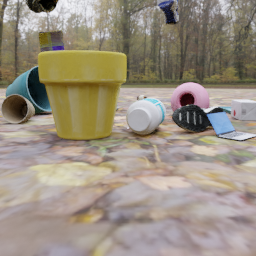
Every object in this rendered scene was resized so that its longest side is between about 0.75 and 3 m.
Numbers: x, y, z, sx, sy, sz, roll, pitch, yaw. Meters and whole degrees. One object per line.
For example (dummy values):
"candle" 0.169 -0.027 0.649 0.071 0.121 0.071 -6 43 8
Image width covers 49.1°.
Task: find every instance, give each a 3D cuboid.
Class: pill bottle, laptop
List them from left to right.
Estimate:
"pill bottle" 0.478 -0.330 7.570 0.893 0.893 1.613 3 10 16
"laptop" 2.627 -0.065 7.058 0.898 0.556 0.959 -9 13 -40

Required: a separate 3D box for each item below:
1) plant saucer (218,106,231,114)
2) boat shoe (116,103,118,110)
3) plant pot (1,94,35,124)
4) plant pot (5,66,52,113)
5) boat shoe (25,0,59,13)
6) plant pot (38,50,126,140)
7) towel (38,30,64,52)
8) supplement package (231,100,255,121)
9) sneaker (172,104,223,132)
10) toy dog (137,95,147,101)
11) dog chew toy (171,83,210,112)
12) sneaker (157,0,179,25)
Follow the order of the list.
"plant saucer" 4.605 -0.797 12.442 0.688 0.187 1.969 1 11 3
"boat shoe" -1.302 -1.092 12.979 1.751 0.561 0.645 2 10 14
"plant pot" -3.598 -0.607 9.518 0.948 0.948 1.012 1 -1 6
"plant pot" -4.115 -1.454 11.904 1.793 1.908 1.908 -12 3 30
"boat shoe" -2.435 -3.689 8.012 0.786 0.773 2.180 -17 5 -26
"plant pot" -1.096 -0.819 7.061 2.158 2.031 2.158 -1 9 0
"towel" -2.508 -2.657 9.347 0.824 1.147 0.131 -14 24 -30
"supplement package" 4.232 -0.661 10.170 0.656 0.665 1.096 0 10 3
"sneaker" 1.912 -0.250 7.990 2.011 0.743 0.797 -1 -2 -41
"toy dog" 0.576 -0.972 11.640 0.547 0.783 0.760 5 11 32
"dog chew toy" 2.335 -0.903 10.104 1.315 1.315 2.111 4 3 24
"sneaker" 0.768 -2.091 5.023 0.315 0.450 0.779 -2 18 22
